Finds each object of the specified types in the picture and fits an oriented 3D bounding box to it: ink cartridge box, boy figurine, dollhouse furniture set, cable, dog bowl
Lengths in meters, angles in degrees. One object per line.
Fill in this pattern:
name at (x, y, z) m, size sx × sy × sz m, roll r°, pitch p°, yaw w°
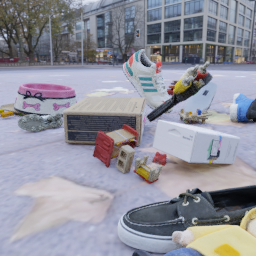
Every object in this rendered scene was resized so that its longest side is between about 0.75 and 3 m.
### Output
ink cartridge box at (1.652, 0.354, 6.805) m, size 1.727 × 0.725 × 1.251 m, roll 8°, pitch 7°, yaw -39°
ink cartridge box at (-0.613, -0.340, 9.478) m, size 2.357 × 1.074 × 2.861 m, roll 3°, pitch 15°, yaw 6°
boy figurine at (1.199, 1.513, 3.187) m, size 2.243 × 0.723 × 1.394 m, roll -9°, pitch 16°, yaw -28°
dollhouse furniture set at (0.129, 0.696, 6.696) m, size 1.848 × 0.752 × 0.995 m, roll 33°, pitch 32°, yaw 34°
cable at (1.601, -1.173, 9.162) m, size 1.433 × 0.743 × 2.951 m, roll -36°, pitch 1°, yaw -34°
dog bowl at (-3.719, -1.396, 12.962) m, size 2.926 × 1.079 × 2.926 m, roll 5°, pitch 15°, yaw -1°

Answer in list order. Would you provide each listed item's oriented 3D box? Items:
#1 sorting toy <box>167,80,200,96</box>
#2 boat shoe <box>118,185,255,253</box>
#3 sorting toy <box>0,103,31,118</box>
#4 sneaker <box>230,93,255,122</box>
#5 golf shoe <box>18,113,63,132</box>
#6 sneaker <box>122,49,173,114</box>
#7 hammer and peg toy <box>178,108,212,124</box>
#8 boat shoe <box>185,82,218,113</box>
sorting toy at (3.801, -2.698, 18.485) m, size 2.488 × 1.021 × 1.495 m, roll 2°, pitch 15°, yaw 6°
boat shoe at (1.096, 1.248, 4.210) m, size 2.517 × 0.713 × 0.864 m, roll -2°, pitch 15°, yaw -7°
sorting toy at (-4.955, -0.795, 12.826) m, size 1.797 × 0.323 × 2.412 m, roll 15°, pitch 20°, yaw 31°
sneaker at (5.107, -0.891, 11.756) m, size 1.358 × 0.937 × 2.440 m, roll 1°, pitch 18°, yaw 26°
golf shoe at (-3.212, -0.166, 10.135) m, size 1.631 × 0.639 × 0.793 m, roll -5°, pitch -3°, yaw -38°
sneaker at (1.039, -1.934, 11.511) m, size 1.014 × 2.880 × 1.347 m, roll -31°, pitch -9°, yaw -49°
hammer and peg toy at (2.640, -0.426, 11.019) m, size 0.998 × 0.479 × 1.357 m, roll 0°, pitch 15°, yaw -7°
boat shoe at (3.316, -1.130, 12.800) m, size 0.967 × 0.895 × 2.620 m, roll 18°, pitch 46°, yaw 22°
